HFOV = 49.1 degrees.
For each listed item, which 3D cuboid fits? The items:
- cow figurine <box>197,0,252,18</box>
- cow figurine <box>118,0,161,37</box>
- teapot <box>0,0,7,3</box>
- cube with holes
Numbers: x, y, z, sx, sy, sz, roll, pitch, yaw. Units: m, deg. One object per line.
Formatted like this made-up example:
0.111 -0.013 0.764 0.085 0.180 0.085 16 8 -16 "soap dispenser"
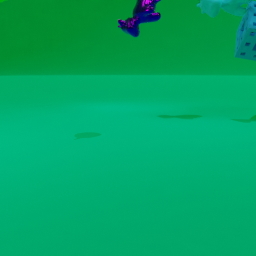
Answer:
2.974 -3.951 8.561 1.484 0.828 1.508 21 58 18 "cow figurine"
0.380 -3.851 9.411 1.482 1.506 0.827 2 -10 39 "cow figurine"
-2.839 -3.181 6.174 0.731 1.176 0.576 -11 -17 24 "teapot"
4.460 -3.172 9.326 1.302 1.302 1.302 12 -28 7 "cube with holes"
